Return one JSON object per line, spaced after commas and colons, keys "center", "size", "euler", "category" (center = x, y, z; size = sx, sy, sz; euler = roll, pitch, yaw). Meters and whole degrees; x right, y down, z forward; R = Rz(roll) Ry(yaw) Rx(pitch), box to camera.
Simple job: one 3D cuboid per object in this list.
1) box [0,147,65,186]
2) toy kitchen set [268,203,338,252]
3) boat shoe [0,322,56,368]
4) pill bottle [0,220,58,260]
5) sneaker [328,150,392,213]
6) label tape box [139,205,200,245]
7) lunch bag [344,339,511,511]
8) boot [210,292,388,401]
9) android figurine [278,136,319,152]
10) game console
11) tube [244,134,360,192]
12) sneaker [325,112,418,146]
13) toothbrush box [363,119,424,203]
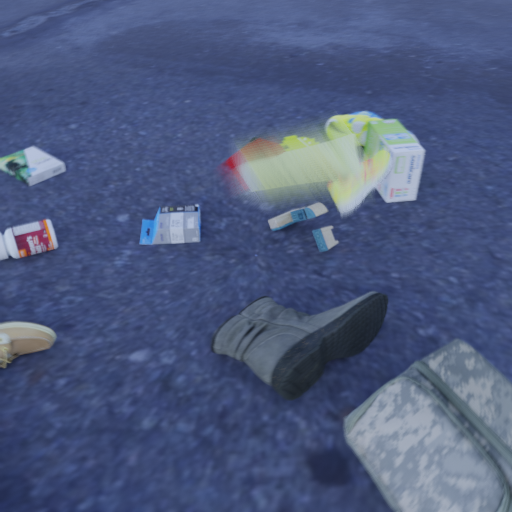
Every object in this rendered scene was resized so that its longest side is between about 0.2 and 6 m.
{"center": [-5.410, -2.171, 13.474], "size": [1.370, 0.249, 0.988], "euler": [26, 44, 32], "category": "box"}
{"center": [0.929, -0.474, 11.181], "size": [0.673, 0.916, 1.143], "euler": [-24, 7, -29], "category": "toy kitchen set"}
{"center": [-3.972, 1.426, 8.519], "size": [1.758, 0.650, 0.583], "euler": [-5, 50, -4], "category": "boat shoe"}
{"center": [-4.420, -0.291, 10.718], "size": [1.081, 0.592, 0.592], "euler": [-17, 40, -21], "category": "pill bottle"}
{"center": [2.004, -1.598, 10.833], "size": [1.616, 0.730, 0.632], "euler": [-47, 12, -22], "category": "sneaker"}
{"center": [-1.741, -0.641, 11.346], "size": [1.203, 0.398, 0.862], "euler": [-2, 37, -5], "category": "label tape box"}
{"center": [2.319, 2.388, 6.511], "size": [1.900, 1.579, 2.265], "euler": [-28, 42, -9], "category": "lunch bag"}
{"center": [0.704, 1.009, 8.843], "size": [2.677, 0.906, 1.749], "euler": [-27, 39, -33], "category": "boot"}
{"center": [1.082, -2.816, 14.359], "size": [1.052, 0.216, 0.958], "euler": [-15, 40, -17], "category": "android figurine"}
{"center": [0.147, -1.615, 10.227], "size": [0.929, 0.640, 1.078], "euler": [8, 36, -35], "category": "game console"}
{"center": [0.713, -1.336, 8.248], "size": [1.776, 0.515, 0.461], "euler": [-12, 52, -17], "category": "tube"}
{"center": [3.115, -3.203, 14.232], "size": [2.587, 0.980, 1.359], "euler": [26, 44, 31], "category": "sneaker"}
{"center": [3.049, -2.174, 12.659], "size": [0.734, 1.241, 1.704], "euler": [-7, 38, -9], "category": "toothbrush box"}
